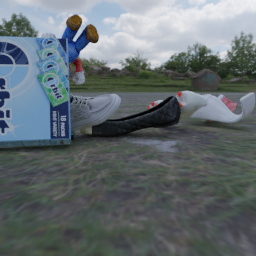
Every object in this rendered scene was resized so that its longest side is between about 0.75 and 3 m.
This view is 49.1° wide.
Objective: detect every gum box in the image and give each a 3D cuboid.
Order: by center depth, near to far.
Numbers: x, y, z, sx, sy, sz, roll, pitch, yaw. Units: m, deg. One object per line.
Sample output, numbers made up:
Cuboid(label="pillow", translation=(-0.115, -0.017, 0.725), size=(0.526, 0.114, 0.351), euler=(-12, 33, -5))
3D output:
Cuboid(label="gum box", translation=(-2.629, -0.777, 5.936), size=(2.723, 2.313, 0.606), euler=(-1, -13, -12))

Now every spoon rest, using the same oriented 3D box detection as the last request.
Cuboid(label="spoon rest", translation=(2.801, -0.609, 8.839), size=(1.315, 0.802, 2.647), euler=(-27, 14, -21))

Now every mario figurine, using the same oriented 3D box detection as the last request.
Cuboid(label="mario figurine", translation=(-1.807, -1.972, 8.102), size=(2.350, 1.451, 1.246), euler=(-43, -3, 38))

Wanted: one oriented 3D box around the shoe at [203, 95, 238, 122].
Cuboid(label="shoe", translation=(3.389, -0.611, 10.200), size=(0.769, 0.604, 1.690), euler=(33, 47, 19))

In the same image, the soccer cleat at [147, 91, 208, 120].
Cuboid(label="soccer cleat", translation=(1.374, -0.519, 8.508), size=(0.931, 0.831, 2.399), euler=(7, -12, -24))

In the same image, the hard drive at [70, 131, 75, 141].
Cuboid(label="hard drive", translation=(-1.720, 0.199, 6.798), size=(0.851, 0.161, 0.595), euler=(-2, 9, -11))

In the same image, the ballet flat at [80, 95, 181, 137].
Cuboid(label="ballet flat", translation=(0.051, -0.276, 7.368), size=(2.686, 0.763, 0.893), euler=(-11, 15, -3))

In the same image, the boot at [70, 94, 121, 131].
Cuboid(label="boot", translation=(-1.139, -0.490, 6.713), size=(1.880, 0.691, 0.899), euler=(-23, -44, 31))
